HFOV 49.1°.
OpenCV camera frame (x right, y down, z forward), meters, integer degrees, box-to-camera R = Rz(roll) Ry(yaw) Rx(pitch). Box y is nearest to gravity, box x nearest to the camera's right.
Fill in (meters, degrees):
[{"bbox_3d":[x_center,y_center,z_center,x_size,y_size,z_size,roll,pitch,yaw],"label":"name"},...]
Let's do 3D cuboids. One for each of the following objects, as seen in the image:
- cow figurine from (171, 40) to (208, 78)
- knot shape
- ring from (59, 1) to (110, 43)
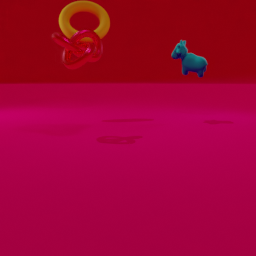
[{"bbox_3d":[2.220,-2.484,10.040,1.293,1.272,0.710,17,58,25],"label":"cow figurine"},{"bbox_3d":[-1.208,-2.110,7.305,1.271,0.627,1.358,-24,60,-34],"label":"knot shape"},{"bbox_3d":[-1.641,-4.041,10.635,1.916,1.916,0.383,-1,-22,-8],"label":"ring"}]
